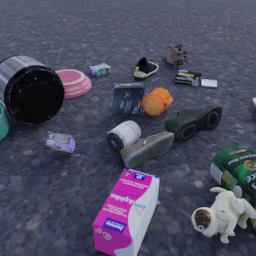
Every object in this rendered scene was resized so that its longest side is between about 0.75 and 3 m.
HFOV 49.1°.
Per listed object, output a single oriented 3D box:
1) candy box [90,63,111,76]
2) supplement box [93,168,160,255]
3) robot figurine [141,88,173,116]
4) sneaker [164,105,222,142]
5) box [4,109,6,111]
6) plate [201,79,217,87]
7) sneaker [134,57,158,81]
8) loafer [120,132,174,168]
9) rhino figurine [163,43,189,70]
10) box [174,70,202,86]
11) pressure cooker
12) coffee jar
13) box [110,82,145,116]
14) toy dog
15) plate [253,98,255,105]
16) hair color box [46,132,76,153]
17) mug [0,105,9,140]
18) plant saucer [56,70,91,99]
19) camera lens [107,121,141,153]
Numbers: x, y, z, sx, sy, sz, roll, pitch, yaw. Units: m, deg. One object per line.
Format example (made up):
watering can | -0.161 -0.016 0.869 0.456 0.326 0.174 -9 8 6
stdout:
candy box | -1.536 -3.244 15.555 0.947 0.365 0.801 -23 42 -28
supplement box | 0.026 2.113 7.085 1.024 1.046 2.024 13 38 17
robot figurine | 1.223 -1.105 11.932 1.153 0.935 1.603 33 41 10
sneaker | 2.567 -0.391 10.879 2.628 0.998 1.193 -18 33 -27
box | -6.171 -0.495 11.670 1.397 0.182 1.709 9 36 14
plate | 4.154 -2.266 14.332 0.766 0.124 0.767 9 35 11
sneaker | 1.040 -3.391 15.214 0.853 0.985 2.379 14 37 20
loafer | 0.654 0.579 9.533 2.143 0.806 0.746 -22 44 -28
rhino figurine | 2.859 -4.198 16.539 1.220 0.834 2.790 -14 36 2
box | 3.177 -2.645 14.734 1.274 0.303 1.231 12 39 16
pressure cooker | -4.088 -1.646 11.263 2.736 2.406 2.444 32 82 42
coffee jar | 3.522 1.670 7.616 1.407 1.151 2.698 -11 36 -15
box | -0.058 -1.163 11.329 1.242 1.575 0.402 -3 51 -12
toy dog | 2.232 2.146 6.930 1.347 0.940 1.306 -19 63 -19
plate | 6.671 -0.460 11.415 2.545 0.412 2.551 2 34 4
hair color box | -2.168 0.493 9.161 0.736 1.347 0.436 11 77 -2
mug | -5.185 -0.147 10.330 1.481 1.115 1.803 -5 34 -7
plant saucer | -3.068 -2.275 13.909 2.455 0.622 2.455 1 34 0
camera lens | -0.156 0.300 9.895 0.851 0.851 1.064 24 41 31
